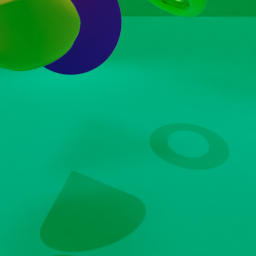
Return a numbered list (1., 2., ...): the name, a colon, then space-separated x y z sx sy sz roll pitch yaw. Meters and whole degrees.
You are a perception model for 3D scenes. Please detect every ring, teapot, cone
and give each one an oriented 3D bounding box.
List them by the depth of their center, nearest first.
1. teapot: -1.202 -1.200 3.053 1.185 0.933 1.906 13 51 29
2. cone: -1.146 -1.984 4.916 1.604 1.604 1.610 -10 36 -21
3. ring: 0.917 -3.335 6.650 2.082 0.416 2.082 29 5 -3
